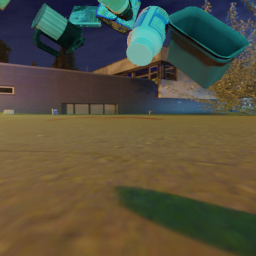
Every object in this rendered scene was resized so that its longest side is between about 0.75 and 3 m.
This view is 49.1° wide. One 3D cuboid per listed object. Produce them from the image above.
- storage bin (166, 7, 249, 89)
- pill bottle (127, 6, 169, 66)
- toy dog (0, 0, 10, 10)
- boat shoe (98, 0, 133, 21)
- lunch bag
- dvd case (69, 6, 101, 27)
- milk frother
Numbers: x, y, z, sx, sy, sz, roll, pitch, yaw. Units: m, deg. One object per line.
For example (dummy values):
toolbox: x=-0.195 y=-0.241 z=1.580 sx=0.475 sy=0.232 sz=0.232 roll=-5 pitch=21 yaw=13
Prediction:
storage bin: x=2.804 y=-2.989 z=10.637 sx=2.018 sy=2.772 sz=1.862 roll=-34 pitch=-25 yaw=-28
pill bottle: x=0.739 y=-3.500 z=10.743 sx=1.339 sy=2.386 sz=1.339 roll=14 pitch=-37 yaw=11
toy dog: x=-3.559 y=-2.617 z=6.412 sx=2.001 sy=1.320 sz=0.964 roll=-45 pitch=22 yaw=-21
boat shoe: x=-0.226 y=-2.504 z=5.539 sx=0.438 sy=0.493 sz=1.320 roll=33 pitch=16 yaw=-46
lunch bag: x=-0.336 y=-3.729 z=8.855 sx=1.224 sy=1.041 sz=0.780 roll=20 pitch=-7 yaw=-23
dvd case: x=-1.639 y=-4.403 z=11.023 sx=1.223 sy=0.131 sz=1.645 roll=1 pitch=47 yaw=1
milk frother: x=-2.352 y=-3.323 z=9.608 sx=1.525 sy=1.463 sz=1.621 roll=27 pitch=-18 yaw=-34
